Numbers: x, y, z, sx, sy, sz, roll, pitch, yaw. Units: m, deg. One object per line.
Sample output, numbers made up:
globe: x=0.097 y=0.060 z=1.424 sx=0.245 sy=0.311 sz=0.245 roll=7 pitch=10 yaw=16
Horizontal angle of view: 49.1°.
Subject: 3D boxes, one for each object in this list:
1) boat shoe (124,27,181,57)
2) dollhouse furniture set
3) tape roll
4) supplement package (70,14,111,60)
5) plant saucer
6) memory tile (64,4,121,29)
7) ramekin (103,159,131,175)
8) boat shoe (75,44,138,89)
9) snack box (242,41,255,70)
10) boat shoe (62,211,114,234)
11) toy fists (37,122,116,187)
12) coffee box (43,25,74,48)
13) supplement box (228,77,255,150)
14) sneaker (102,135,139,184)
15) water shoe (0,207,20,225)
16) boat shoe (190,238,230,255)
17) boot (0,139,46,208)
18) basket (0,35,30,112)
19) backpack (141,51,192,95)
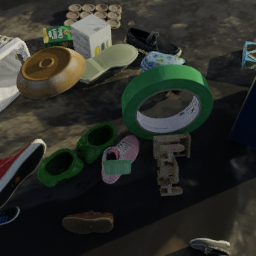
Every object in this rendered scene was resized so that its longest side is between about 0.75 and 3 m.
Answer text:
boat shoe: x=1.065 y=-3.722 z=12.276 sx=2.636 sy=0.821 sz=0.983 roll=23 pitch=56 yaw=13
dollhouse furniture set: x=1.440 y=0.897 z=8.380 sx=1.152 sy=1.520 sz=1.734 roll=-4 pitch=26 yaw=-1
tape roll: x=1.190 y=-0.692 z=8.742 sx=2.774 sy=2.774 sz=0.667 roll=-4 pitch=52 yaw=-3
supplement package: x=-1.495 y=-3.622 z=11.729 sx=1.172 sy=1.556 sz=1.181 roll=37 pitch=61 yaw=25
plant saucer: x=-2.550 y=-1.924 z=8.952 sx=2.340 sy=0.414 sz=2.340 roll=-7 pitch=51 yaw=8
memory tile: x=-1.731 y=-5.595 z=14.069 sx=2.753 sy=0.231 sz=2.110 roll=0 pitch=53 yaw=1
ramekin: x=-0.291 y=1.075 z=7.692 sx=0.801 sy=0.801 sz=0.391 roll=-3 pitch=83 yaw=-3
boat shoe: x=-0.884 y=-2.472 z=11.234 sx=2.941 sy=0.885 sz=1.048 roll=-31 pitch=74 yaw=-26
snack box: x=6.133 y=-2.944 z=11.925 sx=2.341 sy=0.434 sz=1.360 roll=13 pitch=54 yaw=10
boat shoe: x=-1.087 y=2.583 z=7.764 sx=1.430 sy=0.515 sz=0.483 roll=-3 pitch=19 yaw=8
toy fists: x=-1.497 y=0.822 z=8.531 sx=2.687 sy=1.370 sz=0.924 roll=-36 pitch=92 yaw=-23
coffee box: x=-2.877 y=-4.200 z=12.871 sx=1.984 sy=0.436 sz=1.220 roll=-9 pitch=53 yaw=-7
supplement box: x=5.016 y=-1.142 z=8.948 sx=1.999 sy=2.978 sz=2.974 roll=25 pitch=57 yaw=18
sneaker: x=-0.211 y=0.772 z=8.776 sx=0.712 sy=0.988 sz=1.891 roll=23 pitch=55 yaw=19
water shoe: x=-3.560 y=2.490 z=7.826 sx=1.016 sy=0.401 sz=0.363 roll=-25 pitch=57 yaw=-18
boat shoe: x=2.160 y=3.137 z=7.355 sx=1.048 sy=0.375 sz=0.313 roll=6 pitch=48 yaw=0
boot: x=-3.883 y=1.040 z=8.670 sx=1.759 sy=0.883 sz=2.439 roll=26 pitch=61 yaw=20
basket: x=-5.080 y=-1.999 z=10.366 sx=1.697 sy=1.865 sz=2.751 roll=22 pitch=56 yaw=21
backpack: x=1.375 y=-2.238 z=10.989 sx=1.820 sy=1.399 sz=1.484 roll=15 pitch=56 yaw=33
